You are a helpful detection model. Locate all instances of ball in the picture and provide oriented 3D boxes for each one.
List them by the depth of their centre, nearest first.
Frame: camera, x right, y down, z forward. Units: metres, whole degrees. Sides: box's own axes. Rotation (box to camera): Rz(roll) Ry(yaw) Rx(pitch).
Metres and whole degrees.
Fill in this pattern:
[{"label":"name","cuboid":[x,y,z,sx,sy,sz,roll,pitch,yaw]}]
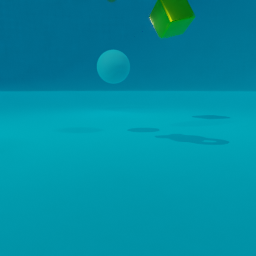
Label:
[{"label":"ball","cuboid":[-0.360,-1.514,6.937,0.817,0.817,0.817,0,8,0]}]

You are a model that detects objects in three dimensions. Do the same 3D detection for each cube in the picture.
[{"label":"cube","cuboid":[1.489,-3.816,9.573,1.002,1.002,1.002,-20,-10,-20]}]

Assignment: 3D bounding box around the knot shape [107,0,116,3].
[{"label":"knot shape","cuboid":[-0.466,-3.291,5.039,1.542,1.648,0.761,45,51,13]}]
